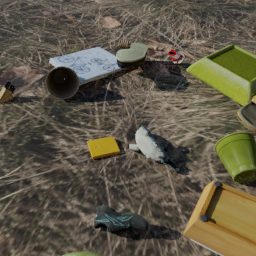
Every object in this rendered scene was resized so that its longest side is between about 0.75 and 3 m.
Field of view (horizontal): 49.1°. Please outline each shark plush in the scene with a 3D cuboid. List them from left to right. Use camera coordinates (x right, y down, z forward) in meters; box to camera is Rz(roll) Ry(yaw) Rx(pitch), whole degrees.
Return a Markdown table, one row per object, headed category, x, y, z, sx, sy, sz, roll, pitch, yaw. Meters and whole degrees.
| category | x | y | z | sx | sy | sz | roll | pitch | yaw |
| --- | --- | --- | --- | --- | --- | --- | --- | --- | --- |
| shark plush | 0.871 | 0.538 | 8.130 | 1.884 | 0.856 | 0.785 | 30 | 17 | 38 |

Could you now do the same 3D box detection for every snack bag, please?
| category | x | y | z | sx | sy | sz | roll | pitch | yaw |
| --- | --- | --- | --- | --- | --- | --- | --- | --- | --- |
| snack bag | -1.666 | -2.885 | 12.588 | 2.848 | 0.305 | 2.685 | -26 | 46 | -33 |

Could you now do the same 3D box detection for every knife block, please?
| category | x | y | z | sx | sy | sz | roll | pitch | yaw |
| --- | --- | --- | --- | --- | --- | --- | --- | --- | --- |
| knife block | -4.557 | -1.354 | 10.370 | 0.790 | 0.694 | 0.253 | -28 | 45 | -30 |

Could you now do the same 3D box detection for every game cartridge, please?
| category | x | y | z | sx | sy | sz | roll | pitch | yaw |
| --- | --- | --- | --- | --- | --- | --- | --- | --- | --- |
| game cartridge | -0.742 | 0.583 | 8.437 | 0.838 | 0.136 | 0.739 | -10 | 40 | -16 |

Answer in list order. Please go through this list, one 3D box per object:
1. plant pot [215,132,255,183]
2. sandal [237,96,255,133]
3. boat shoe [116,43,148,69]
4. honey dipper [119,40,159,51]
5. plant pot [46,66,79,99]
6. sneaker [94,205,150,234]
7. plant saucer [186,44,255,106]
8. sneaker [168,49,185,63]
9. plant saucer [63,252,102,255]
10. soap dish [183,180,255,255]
| category | x | y | z | sx | sy | sz | roll | pitch | yaw |
| --- | --- | --- | --- | --- | --- | --- | --- | --- | --- |
| plant pot | 3.002 | 0.853 | 7.484 | 1.084 | 1.084 | 1.043 | -2 | 51 | -3 |
| sandal | 4.668 | -0.749 | 9.490 | 2.875 | 0.776 | 1.155 | -31 | 54 | -34 |
| boat shoe | 0.193 | -2.884 | 11.752 | 1.040 | 0.891 | 2.843 | 19 | 28 | 8 |
| honey dipper | 0.549 | -4.152 | 14.138 | 2.008 | 0.381 | 0.381 | 9 | 40 | 7 |
| plant pot | -2.566 | -1.878 | 10.784 | 1.208 | 1.208 | 1.290 | -11 | 25 | -14 |
| sneaker | -0.153 | 2.159 | 6.280 | 1.308 | 0.493 | 0.519 | 7 | 48 | 22 |
| plant saucer | 4.438 | -2.371 | 11.269 | 2.972 | 0.713 | 2.976 | -29 | 56 | -32 |
| sneaker | 2.033 | -3.197 | 12.250 | 0.685 | 0.464 | 1.185 | 36 | 3 | -16 |
| plant saucer | -0.961 | 3.190 | 5.039 | 2.139 | 0.332 | 2.139 | -1 | 39 | 0 |
| soap dish | 2.393 | 2.073 | 6.047 | 1.950 | 0.792 | 1.534 | 21 | 43 | 23 |
